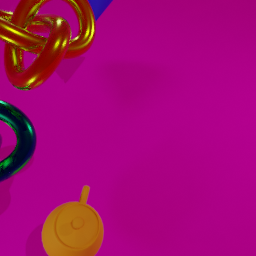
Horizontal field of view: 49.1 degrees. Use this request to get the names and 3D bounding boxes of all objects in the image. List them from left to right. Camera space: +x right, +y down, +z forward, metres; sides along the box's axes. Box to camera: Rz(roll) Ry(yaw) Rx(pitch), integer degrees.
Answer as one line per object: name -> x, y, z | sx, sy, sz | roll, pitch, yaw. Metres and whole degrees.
knot shape -> -2.271, 0.638, 4.331 | 1.930, 0.892, 1.806 | -28, 62, 24
knot shape -> -1.100, -1.314, 3.674 | 1.491, 0.736, 1.594 | -34, 68, -22
teapot -> -0.943, 1.836, 4.893 | 1.100, 0.867, 1.770 | 17, 51, -8
cone -> -0.871, -3.310, 7.450 | 1.297, 1.297, 1.302 | 1, 71, 1
